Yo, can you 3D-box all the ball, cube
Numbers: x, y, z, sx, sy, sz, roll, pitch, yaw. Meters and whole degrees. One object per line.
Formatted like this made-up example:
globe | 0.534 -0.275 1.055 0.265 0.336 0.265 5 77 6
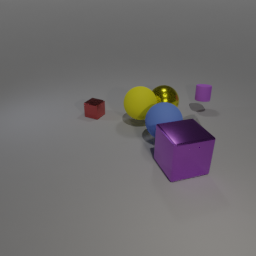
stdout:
ball | 1.343 -0.255 10.462 1.400 1.400 1.400 0 29 0
ball | 1.607 -1.235 12.670 1.400 1.400 1.400 0 29 0
ball | 0.512 -1.045 11.761 1.400 1.400 1.400 0 29 0
cube | -1.515 -0.887 12.755 0.700 0.700 0.700 14 32 24
cube | 1.781 0.682 9.148 1.400 1.400 1.400 -9 30 -16

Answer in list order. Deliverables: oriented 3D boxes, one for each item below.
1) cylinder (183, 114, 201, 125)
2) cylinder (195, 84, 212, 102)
cylinder | 2.482 -0.053 10.936 0.700 0.700 0.700 -27 25 14
cylinder | 3.450 -1.612 12.834 0.700 0.700 0.700 2 19 -1
